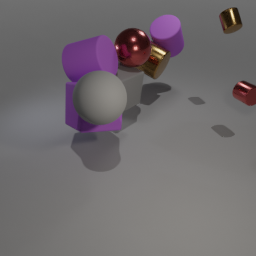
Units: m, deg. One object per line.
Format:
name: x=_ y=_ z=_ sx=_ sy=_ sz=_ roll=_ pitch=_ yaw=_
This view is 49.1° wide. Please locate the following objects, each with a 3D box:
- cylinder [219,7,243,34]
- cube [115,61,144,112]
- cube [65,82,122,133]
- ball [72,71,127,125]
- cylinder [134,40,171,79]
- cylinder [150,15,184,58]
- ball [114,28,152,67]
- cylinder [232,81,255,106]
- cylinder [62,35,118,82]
cylinder: x=3.848 y=-4.014 z=10.498 sx=0.700 sy=0.700 sz=0.700 roll=-13 pitch=-7 yaw=-2
cube: x=-0.407 y=-1.598 z=10.838 sx=1.400 sy=1.400 sz=1.400 roll=29 pitch=40 yaw=29
cube: x=-1.108 y=-0.706 z=8.959 sx=1.400 sy=1.400 sz=1.400 roll=-4 pitch=14 yaw=-32
ball: x=-0.727 y=-0.776 z=7.263 sx=1.400 sy=1.400 sz=1.400 roll=0 pitch=30 yaw=0
cylinder: x=0.979 y=-3.120 z=12.585 sx=1.400 sy=1.400 sz=1.400 roll=33 pitch=39 yaw=13
cylinder: x=1.835 y=-4.244 z=13.056 sx=1.400 sy=1.400 sz=1.400 roll=-7 pitch=65 yaw=16
ball: x=0.172 y=-2.944 z=10.311 sx=1.400 sy=1.400 sz=1.400 roll=0 pitch=30 yaw=0
cylinder: x=4.133 y=-1.210 z=9.730 sx=0.700 sy=0.700 sz=0.700 roll=-10 pitch=30 yaw=-17
cylinder: x=-1.257 y=-2.276 z=9.454 sx=1.400 sy=1.400 sz=1.400 roll=-6 pitch=25 yaw=26
